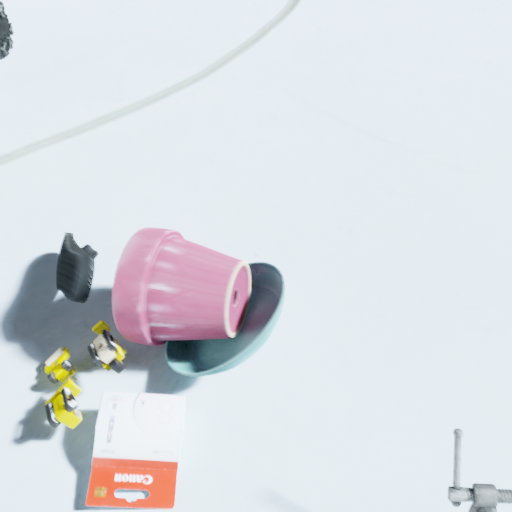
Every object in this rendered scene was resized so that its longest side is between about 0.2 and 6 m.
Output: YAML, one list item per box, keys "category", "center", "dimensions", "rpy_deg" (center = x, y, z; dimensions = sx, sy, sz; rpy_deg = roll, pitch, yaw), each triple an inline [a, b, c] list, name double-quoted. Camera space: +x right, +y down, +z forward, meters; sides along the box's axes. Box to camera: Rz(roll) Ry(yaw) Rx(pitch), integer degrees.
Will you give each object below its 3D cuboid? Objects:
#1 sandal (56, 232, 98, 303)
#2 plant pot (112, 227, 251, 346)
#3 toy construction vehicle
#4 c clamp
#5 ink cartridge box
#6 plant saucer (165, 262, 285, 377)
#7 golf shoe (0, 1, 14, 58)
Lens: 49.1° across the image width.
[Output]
- category: "sandal"
  center: [-2.325, 0.199, 7.422]
  dimensions: [0.481, 0.755, 2.009]
  rpy_deg: [12, 8, -28]
- category: "plant pot"
  center: [-0.804, 0.433, 6.700]
  dimensions: [1.286, 1.437, 1.437]
  rpy_deg: [8, 46, 15]
- category: "toy construction vehicle"
  center: [-1.990, 1.362, 6.551]
  dimensions: [1.049, 0.424, 1.205]
  rpy_deg: [-46, 33, -5]
- category: "c clamp"
  center: [2.547, 2.304, 4.900]
  dimensions: [1.790, 1.529, 0.242]
  rpy_deg: [5, 19, 6]
- category: "ink cartridge box"
  center: [-1.267, 2.049, 6.007]
  dimensions: [0.939, 0.330, 1.156]
  rpy_deg: [6, 46, -8]
- category: "plant saucer"
  center: [-0.326, 0.817, 6.872]
  dimensions: [1.764, 0.317, 1.764]
  rpy_deg: [-28, 30, 18]
- category: "golf shoe"
  center: [-6.222, -4.643, 12.090]
  dimensions: [1.405, 1.156, 2.974]
  rpy_deg: [0, 45, 0]
